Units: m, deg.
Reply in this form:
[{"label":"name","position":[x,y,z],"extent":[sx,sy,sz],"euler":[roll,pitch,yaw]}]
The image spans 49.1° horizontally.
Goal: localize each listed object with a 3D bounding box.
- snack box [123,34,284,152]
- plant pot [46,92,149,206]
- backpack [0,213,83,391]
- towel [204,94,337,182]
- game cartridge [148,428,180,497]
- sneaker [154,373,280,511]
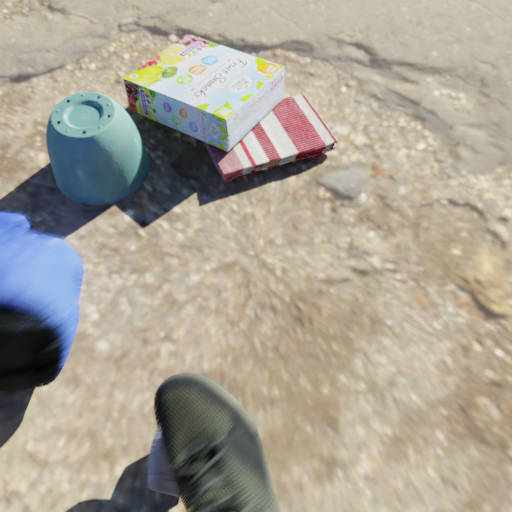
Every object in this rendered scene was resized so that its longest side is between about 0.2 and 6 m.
[{"label":"snack box","position":[-1.076,-3.608,12.095],"extent":[2.675,0.905,2.256],"euler":[26,55,20]},{"label":"plant pot","position":[-3.213,-2.249,11.079],"extent":[1.956,1.570,1.956],"euler":[0,57,0]},{"label":"backpack","position":[-4.250,0.511,8.564],"extent":[3.101,2.520,2.602],"euler":[13,45,-12]},{"label":"towel","position":[0.194,-2.599,12.032],"extent":[2.608,0.297,1.878],"euler":[-17,55,-12]},{"label":"game cartridge","position":[-1.275,3.003,8.365],"extent":[0.209,0.681,1.022],"euler":[-20,49,35]},{"label":"sneaker","position":[-0.446,3.062,7.077],"extent":[1.326,1.987,3.469],"euler":[-24,74,0]}]
